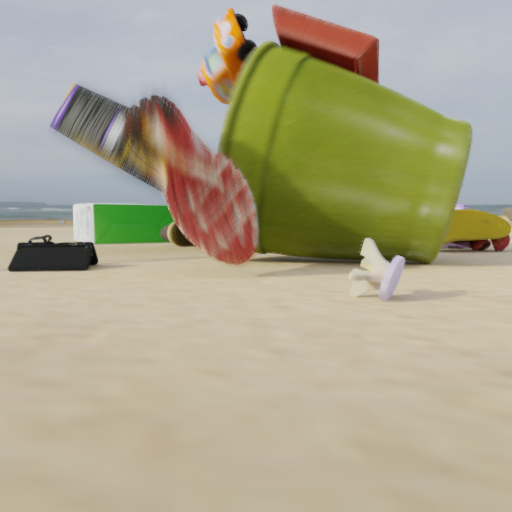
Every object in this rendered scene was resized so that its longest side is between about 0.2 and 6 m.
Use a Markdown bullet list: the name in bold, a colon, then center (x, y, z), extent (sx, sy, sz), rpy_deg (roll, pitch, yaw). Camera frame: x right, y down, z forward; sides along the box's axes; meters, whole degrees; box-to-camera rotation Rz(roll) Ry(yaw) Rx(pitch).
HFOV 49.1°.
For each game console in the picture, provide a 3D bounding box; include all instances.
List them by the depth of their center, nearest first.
- **game console**: center (-2.823, 0.134, 7.900), extent (1.045, 0.608, 0.919), rpy_deg (0, -26, -8)

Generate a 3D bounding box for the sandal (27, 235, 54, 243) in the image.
- **sandal**: center (-4.732, -0.288, 12.264), extent (0.648, 0.365, 1.704), rpy_deg (-2, 4, -23)

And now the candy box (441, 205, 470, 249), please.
- **candy box**: center (4.447, -0.769, 14.061), extent (1.649, 0.703, 1.965), rpy_deg (2, 17, 16)

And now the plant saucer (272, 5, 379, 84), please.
- **plant saucer**: center (1.122, -3.208, 9.172), extent (1.780, 0.327, 1.776), rpy_deg (24, -5, 15)

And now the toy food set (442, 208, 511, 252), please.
- **toy food set**: center (4.672, -0.408, 12.233), extent (2.440, 0.797, 1.436), rpy_deg (-2, 28, -7)

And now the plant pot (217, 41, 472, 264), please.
- **plant pot**: center (1.448, -1.313, 8.803), extent (3.272, 3.398, 3.398), rpy_deg (15, 7, 13)

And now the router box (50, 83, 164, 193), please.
- **router box**: center (-1.860, -1.944, 12.474), extent (3.389, 1.126, 4.310), rpy_deg (31, 2, 40)

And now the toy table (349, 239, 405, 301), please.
- **toy table**: center (1.043, 0.155, 4.865), extent (0.349, 0.548, 0.597), rpy_deg (20, 10, 20)

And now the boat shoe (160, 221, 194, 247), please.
- **boat shoe**: center (-1.358, -0.738, 14.889), extent (2.610, 0.932, 0.858), rpy_deg (-9, 14, -42)

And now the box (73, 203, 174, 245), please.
- **box**: center (-3.984, -1.008, 16.802), extent (2.476, 1.197, 2.185), rpy_deg (-2, 4, -33)

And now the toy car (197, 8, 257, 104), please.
- **toy car**: center (-0.118, -2.109, 8.667), extent (1.089, 3.272, 1.605), rpy_deg (-21, -20, 9)

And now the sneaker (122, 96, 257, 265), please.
- **sneaker**: center (-0.704, -0.922, 7.032), extent (0.955, 2.454, 1.008), rpy_deg (-33, -21, 2)
